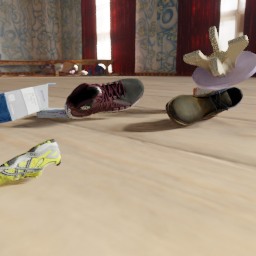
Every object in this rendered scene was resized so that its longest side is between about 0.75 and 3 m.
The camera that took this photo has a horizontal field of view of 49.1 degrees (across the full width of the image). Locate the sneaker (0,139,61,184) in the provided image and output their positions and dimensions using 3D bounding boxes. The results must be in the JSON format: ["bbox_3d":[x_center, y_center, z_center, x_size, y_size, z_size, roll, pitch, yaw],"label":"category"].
[{"bbox_3d":[-1.507,0.589,4.081,1.133,0.433,0.427,-28,8,-11],"label":"sneaker"}]

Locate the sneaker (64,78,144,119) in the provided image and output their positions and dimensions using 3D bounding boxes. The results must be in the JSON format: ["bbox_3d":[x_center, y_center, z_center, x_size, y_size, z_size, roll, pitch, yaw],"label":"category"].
[{"bbox_3d":[-0.628,-0.986,8.407,2.646,1.001,1.528,-21,-6,-10],"label":"sneaker"}]

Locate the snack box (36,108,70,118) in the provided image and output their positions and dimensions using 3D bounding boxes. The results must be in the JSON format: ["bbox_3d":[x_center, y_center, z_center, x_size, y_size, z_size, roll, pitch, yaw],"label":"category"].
[{"bbox_3d":[-2.384,-0.505,9.329,1.075,0.285,0.764,0,8,4],"label":"snack box"}]

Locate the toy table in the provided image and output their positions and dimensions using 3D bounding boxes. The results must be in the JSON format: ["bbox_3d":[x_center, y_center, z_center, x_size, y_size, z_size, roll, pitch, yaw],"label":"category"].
[{"bbox_3d":[3.325,-2.467,10.137,2.373,2.182,1.390,-22,-40,22],"label":"toy table"}]

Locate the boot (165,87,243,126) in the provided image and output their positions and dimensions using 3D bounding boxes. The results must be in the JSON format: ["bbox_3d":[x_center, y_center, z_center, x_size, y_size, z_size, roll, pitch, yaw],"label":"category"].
[{"bbox_3d":[2.195,-0.751,7.911,2.627,0.981,1.273,-12,-14,-47],"label":"boot"}]

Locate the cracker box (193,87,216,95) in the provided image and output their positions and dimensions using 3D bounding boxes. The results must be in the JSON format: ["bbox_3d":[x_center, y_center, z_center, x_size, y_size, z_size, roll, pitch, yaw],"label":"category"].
[{"bbox_3d":[2.921,-1.121,10.487,0.290,0.673,1.005,-20,26,-39],"label":"cracker box"}]

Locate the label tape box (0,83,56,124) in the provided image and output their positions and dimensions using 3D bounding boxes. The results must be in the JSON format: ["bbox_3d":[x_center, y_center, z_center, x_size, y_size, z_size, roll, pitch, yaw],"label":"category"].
[{"bbox_3d":[-2.737,-0.562,6.708,1.403,0.647,1.958,-10,10,20],"label":"label tape box"}]
